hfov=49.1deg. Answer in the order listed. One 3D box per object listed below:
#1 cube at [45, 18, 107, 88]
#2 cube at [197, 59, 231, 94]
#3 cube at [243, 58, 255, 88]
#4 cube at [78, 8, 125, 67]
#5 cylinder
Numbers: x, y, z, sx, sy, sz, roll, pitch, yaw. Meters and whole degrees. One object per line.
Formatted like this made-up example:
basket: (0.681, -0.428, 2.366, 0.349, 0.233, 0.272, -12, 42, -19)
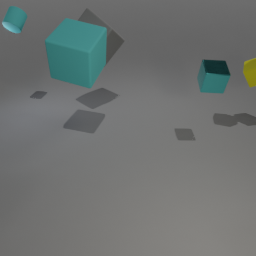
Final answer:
cube: (-1.561, -2.336, 8.764, 1.400, 1.400, 1.400, 16, 50, 8)
cube: (2.497, -1.510, 8.227, 0.700, 0.700, 0.700, 3, 49, -1)
cube: (4.461, -1.950, 9.668, 0.700, 0.700, 0.700, -14, 35, 37)
cube: (-1.248, -3.485, 10.969, 1.400, 1.400, 1.400, 43, 12, 15)
cylinder: (-4.254, -4.074, 10.547, 0.700, 0.700, 0.700, 11, 75, 18)
